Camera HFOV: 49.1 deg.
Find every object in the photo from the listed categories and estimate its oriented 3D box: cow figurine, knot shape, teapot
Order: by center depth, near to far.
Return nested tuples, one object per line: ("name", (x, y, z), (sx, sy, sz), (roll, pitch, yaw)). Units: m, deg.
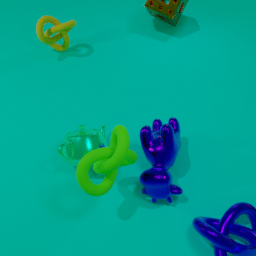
("knot shape", (1.936, 2.068, 5.373), (1.445, 0.713, 1.544), (18, 41, 14))
("knot shape", (-0.313, 0.639, 5.448), (0.643, 1.302, 1.391), (37, 92, 17))
("cow figurine", (0.791, 0.715, 6.405), (0.950, 1.702, 1.730), (-5, 11, 24))
("teapot", (-0.987, 0.345, 6.572), (1.124, 0.885, 1.808), (1, 13, 31))
("knot shape", (-2.365, -3.075, 8.991), (1.235, 1.320, 0.610), (2, 54, -48))

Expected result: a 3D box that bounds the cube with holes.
("cube with holes", (1.417, -4.505, 10.035), (1.101, 1.101, 1.101), (29, 12, 11))
